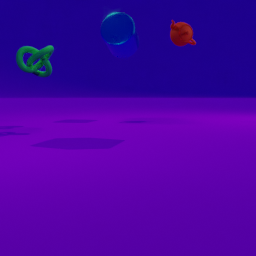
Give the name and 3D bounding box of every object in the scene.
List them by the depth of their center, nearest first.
[{"bbox_3d":[-2.584,-1.866,7.750,1.016,1.086,0.502,-4,47,-43],"label":"knot shape"},{"bbox_3d":[1.809,-3.182,9.386,1.262,0.785,0.618,32,-4,-25],"label":"teapot"},{"bbox_3d":[-0.258,-3.180,9.721,1.163,1.163,1.163,1,-8,10],"label":"cylinder"}]
